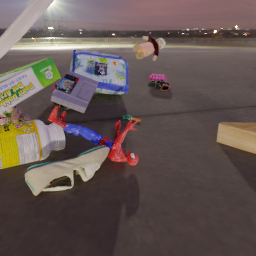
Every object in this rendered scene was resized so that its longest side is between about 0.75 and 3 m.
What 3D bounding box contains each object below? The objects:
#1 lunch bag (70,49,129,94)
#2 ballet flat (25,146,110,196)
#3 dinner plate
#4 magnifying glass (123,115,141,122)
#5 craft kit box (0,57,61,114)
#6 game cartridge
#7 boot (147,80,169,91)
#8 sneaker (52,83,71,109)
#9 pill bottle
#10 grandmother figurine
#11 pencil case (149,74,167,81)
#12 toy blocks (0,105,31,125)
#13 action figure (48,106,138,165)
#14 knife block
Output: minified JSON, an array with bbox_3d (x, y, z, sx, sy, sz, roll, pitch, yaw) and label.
[{"bbox_3d":[-1.383,-2.447,12.846,2.510,1.881,2.952,5,29,-13],"label":"lunch bag"},{"bbox_3d":[-1.075,0.860,5.548,1.833,0.637,0.637,-15,24,-33],"label":"ballet flat"},{"bbox_3d":[-2.909,-2.975,7.811,2.943,0.357,2.943,-34,33,25],"label":"dinner plate"},{"bbox_3d":[0.131,-0.333,9.540,0.763,0.085,0.304,19,26,40],"label":"magnifying glass"},{"bbox_3d":[-3.724,-0.727,7.208,2.998,0.727,2.960,-2,34,43],"label":"craft kit box"},{"bbox_3d":[-1.002,-0.733,5.403,0.675,0.200,1.041,24,37,-8],"label":"game cartridge"},{"bbox_3d":[1.554,-2.143,14.168,1.125,0.406,0.850,1,22,3],"label":"boot"},{"bbox_3d":[-2.370,-1.186,11.187,1.020,0.847,2.136,4,21,-34],"label":"sneaker"},{"bbox_3d":[-2.409,0.340,6.325,1.833,0.956,0.956,-11,22,-29],"label":"pill bottle"},{"bbox_3d":[0.951,-3.265,11.382,0.528,1.058,1.744,1,27,43],"label":"grandmother figurine"},{"bbox_3d":[1.688,-2.861,16.030,0.475,0.491,1.047,-34,34,-33],"label":"pencil case"},{"bbox_3d":[-3.705,-0.559,8.815,1.095,0.986,1.171,16,25,39],"label":"toy blocks"},{"bbox_3d":[-0.599,-0.021,6.466,2.279,1.128,0.744,33,0,14],"label":"action figure"},{"bbox_3d":[3.242,0.337,6.924,1.709,0.547,1.501,1,18,1],"label":"knife block"}]
